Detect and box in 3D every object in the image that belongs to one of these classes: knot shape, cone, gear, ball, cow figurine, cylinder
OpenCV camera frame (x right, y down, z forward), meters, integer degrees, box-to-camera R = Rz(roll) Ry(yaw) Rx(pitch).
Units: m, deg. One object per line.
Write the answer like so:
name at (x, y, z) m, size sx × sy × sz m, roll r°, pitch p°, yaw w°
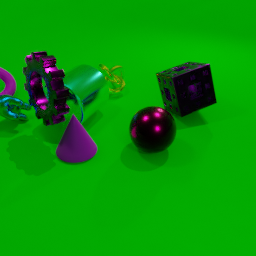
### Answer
knot shape at (-0.435, -1.607, 8.938) m, size 0.521 × 1.127 × 1.054 m, roll -31°, pitch -2°, yaw 38°
cone at (-1.190, 0.107, 6.292) m, size 0.959 × 0.962 × 0.959 m, roll 1°, pitch 32°, yaw 0°
gear at (-1.824, -0.850, 6.160) m, size 0.294 × 1.591 × 1.591 m, roll -20°, pitch 39°, yaw -38°
ball at (0.556, 0.037, 6.328) m, size 1.072 × 1.072 × 1.072 m, roll 0°, pitch 34°, yaw 0°
knot shape at (-4.187, -1.532, 8.193) m, size 0.945 × 1.915 × 2.046 m, roll -36°, pitch 11°, yaw 10°
cow figurine at (-3.250, -0.625, 7.116) m, size 1.270 × 0.708 × 1.290 m, roll 21°, pitch -2°, yaw 0°
cylinder at (-1.366, -0.843, 7.392) m, size 1.314 × 1.314 × 1.314 m, roll 15°, pitch 37°, yaw 21°

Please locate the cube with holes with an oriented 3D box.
cube with holes at (1.556, -1.087, 7.577) m, size 1.071 × 1.071 × 1.071 m, roll -22°, pitch 22°, yaw -11°
